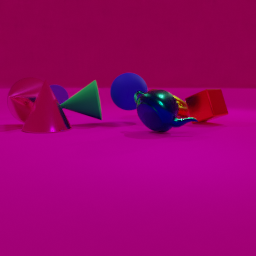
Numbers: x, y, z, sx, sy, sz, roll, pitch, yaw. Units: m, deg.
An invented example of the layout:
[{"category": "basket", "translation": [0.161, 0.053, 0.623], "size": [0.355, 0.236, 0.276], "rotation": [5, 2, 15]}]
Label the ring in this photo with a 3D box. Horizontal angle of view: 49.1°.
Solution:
[{"category": "ring", "translation": [1.762, -1.093, 11.978], "size": [2.043, 0.409, 2.043], "rotation": [22, 21, -9]}]

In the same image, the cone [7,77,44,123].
[{"category": "cone", "translation": [-3.337, -0.904, 8.742], "size": [1.591, 1.591, 1.597], "rotation": [0, 1, 2]}]

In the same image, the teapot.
[{"category": "teapot", "translation": [0.934, -0.504, 7.738], "size": [1.998, 1.243, 0.979], "rotation": [34, 59, 28]}]

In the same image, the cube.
[{"category": "cube", "translation": [2.696, -0.747, 9.617], "size": [0.937, 0.937, 0.937], "rotation": [-8, -9, -42]}]

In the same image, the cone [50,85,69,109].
[{"category": "cone", "translation": [-3.022, -1.221, 11.740], "size": [1.062, 1.062, 1.066], "rotation": [-2, 2, -11]}]

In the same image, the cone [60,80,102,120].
[{"category": "cone", "translation": [-1.635, -0.816, 9.307], "size": [1.349, 1.344, 1.344], "rotation": [-9, 9, -2]}]

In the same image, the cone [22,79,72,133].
[{"category": "cone", "translation": [-2.437, -0.702, 8.390], "size": [1.476, 1.481, 1.476], "rotation": [0, 9, 0]}]

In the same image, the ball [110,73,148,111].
[{"category": "ball", "translation": [0.033, -1.262, 9.785], "size": [1.313, 1.313, 1.313], "rotation": [0, 9, 0]}]
